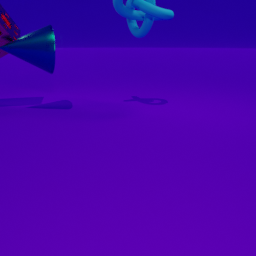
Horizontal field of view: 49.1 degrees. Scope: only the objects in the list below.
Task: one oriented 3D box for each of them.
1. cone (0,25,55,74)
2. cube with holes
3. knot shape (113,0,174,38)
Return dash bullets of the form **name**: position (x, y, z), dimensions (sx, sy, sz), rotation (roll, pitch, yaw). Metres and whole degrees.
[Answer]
- **cone**: position (-3.158, -2.446, 8.656), dimensions (1.538, 1.532, 1.532), rotation (-4, 18, -24)
- **cube with holes**: position (-4.464, -3.105, 8.969), dimensions (1.353, 1.353, 1.353), rotation (-27, 44, 6)
- **knot shape**: position (0.547, -3.623, 8.665), dimensions (1.775, 0.877, 1.897), rotation (19, -20, 19)
